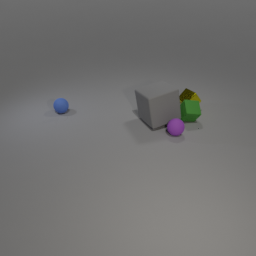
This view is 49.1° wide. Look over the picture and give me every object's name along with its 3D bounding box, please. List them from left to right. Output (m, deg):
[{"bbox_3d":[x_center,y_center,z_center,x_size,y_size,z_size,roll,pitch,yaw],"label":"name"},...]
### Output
[{"bbox_3d":[-3.113,-1.045,13.032,0.700,0.700,0.700,0,31,0],"label":"ball"},{"bbox_3d":[1.276,-1.030,12.000,1.400,1.400,1.400,-20,30,-15],"label":"cube"},{"bbox_3d":[1.940,-0.038,11.354,0.700,0.700,0.700,0,31,0],"label":"ball"},{"bbox_3d":[2.894,-1.329,13.264,0.700,0.700,0.700,-50,43,0],"label":"cube"},{"bbox_3d":[2.676,-0.746,12.204,0.700,0.700,0.700,3,64,-15],"label":"cube"}]
